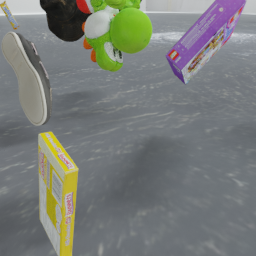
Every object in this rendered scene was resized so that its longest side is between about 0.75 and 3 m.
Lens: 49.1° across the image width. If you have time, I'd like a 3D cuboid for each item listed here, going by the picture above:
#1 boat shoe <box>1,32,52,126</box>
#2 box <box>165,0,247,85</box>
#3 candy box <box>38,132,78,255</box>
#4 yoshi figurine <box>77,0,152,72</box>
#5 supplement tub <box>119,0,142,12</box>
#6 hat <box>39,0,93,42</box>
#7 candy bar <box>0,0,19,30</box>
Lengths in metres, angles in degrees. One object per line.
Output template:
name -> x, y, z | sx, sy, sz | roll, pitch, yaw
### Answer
boat shoe -> -1.554, -0.856, 4.673 | 0.521, 0.611, 1.827 | 1, 56, -54
box -> 1.629, -1.803, 6.108 | 0.462, 1.616, 2.361 | 45, 11, 8
candy box -> -0.624, 0.612, 2.427 | 0.139, 1.056, 0.540 | -12, 38, -32
yoshi figurine -> -0.185, -2.172, 4.697 | 1.316, 2.342, 1.312 | -10, 2, -26
supplement tub -> -0.047, -4.718, 9.373 | 1.329, 1.329, 2.169 | -10, -8, -18
hat -> -1.723, -3.409, 7.318 | 2.180, 2.180, 0.880 | 21, 7, 35
candy bar -> -3.372, -3.197, 7.993 | 0.101, 0.908, 0.226 | 30, 68, 22
